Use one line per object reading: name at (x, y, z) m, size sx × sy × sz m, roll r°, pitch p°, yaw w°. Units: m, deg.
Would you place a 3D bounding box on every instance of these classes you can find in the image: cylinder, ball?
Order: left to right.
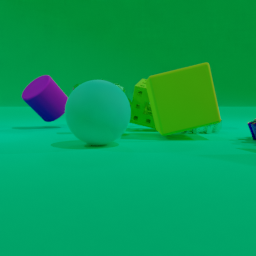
cylinder at (-2.501, -0.897, 8.603) m, size 1.048 × 1.048 × 1.048 m, roll 4°, pitch -37°, yaw 38°
ball at (-0.530, -0.272, 4.988) m, size 1.158 × 1.158 × 1.158 m, roll 0°, pitch 5°, yaw 0°

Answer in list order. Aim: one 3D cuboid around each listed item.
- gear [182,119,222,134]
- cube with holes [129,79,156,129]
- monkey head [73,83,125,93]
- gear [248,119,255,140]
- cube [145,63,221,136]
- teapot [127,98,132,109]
gear at (1.815, -0.125, 7.570) m, size 1.346 × 0.249 × 1.346 m, roll -1°, pitch 13°, yaw 0°
cube with holes at (0.719, -0.680, 7.876) m, size 1.050 × 1.050 × 1.050 m, roll 14°, pitch 23°, yaw 9°
monkey head at (-0.728, -0.556, 7.125) m, size 1.411 × 1.182 × 1.961 m, roll 1°, pitch 21°, yaw -24°
gear at (3.374, -0.235, 5.338) m, size 1.981 × 0.366 × 1.981 m, roll -18°, pitch -3°, yaw -1°
cube at (1.147, -0.619, 6.195) m, size 1.241 × 1.241 × 1.241 m, roll -13°, pitch 5°, yaw 2°
teapot at (-0.298, -0.568, 9.273) m, size 1.640 × 0.803 × 1.020 m, roll 20°, pitch -39°, yaw -8°
